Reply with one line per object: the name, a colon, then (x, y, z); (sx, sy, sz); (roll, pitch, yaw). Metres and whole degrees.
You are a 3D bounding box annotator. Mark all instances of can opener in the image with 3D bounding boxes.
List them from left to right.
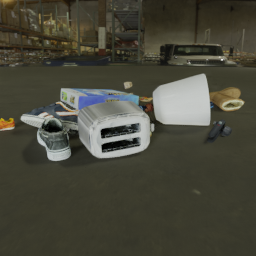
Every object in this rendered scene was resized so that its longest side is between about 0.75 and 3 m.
can opener: (3.162, 0.079, 9.850); (0.660, 0.532, 1.679); (12, 20, 33)

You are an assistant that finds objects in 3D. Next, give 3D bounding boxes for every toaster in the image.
toaster: (-0.483, 0.023, 8.502); (2.472, 1.405, 1.597); (-8, 20, -20)

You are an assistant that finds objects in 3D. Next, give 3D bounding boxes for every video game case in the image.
video game case: (-1.149, -1.158, 10.918); (2.402, 0.546, 2.177); (-3, 16, -29)

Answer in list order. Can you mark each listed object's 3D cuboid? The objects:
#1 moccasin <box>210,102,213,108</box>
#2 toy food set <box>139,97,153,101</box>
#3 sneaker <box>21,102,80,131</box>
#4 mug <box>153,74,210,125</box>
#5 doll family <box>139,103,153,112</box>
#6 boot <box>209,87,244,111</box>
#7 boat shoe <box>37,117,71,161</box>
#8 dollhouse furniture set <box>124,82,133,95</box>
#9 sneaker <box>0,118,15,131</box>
moccasin: (3.625, -1.328, 14.607); (1.741, 0.594, 0.700); (-2, 16, -8)
toy food set: (1.045, -1.739, 16.777); (0.753, 0.185, 0.761); (-8, 18, -24)
sneaker: (-2.793, -0.453, 10.541); (2.385, 0.947, 0.935); (8, -17, 10)
mug: (2.174, -0.860, 11.572); (2.105, 2.565, 2.054); (-6, 48, 9)
doll family: (-0.114, -0.733, 11.937); (1.614, 1.095, 2.791); (-6, 22, -34)
boot: (5.536, -1.519, 15.055); (2.134, 0.806, 2.436); (-14, 16, -3)
boat shoe: (-2.308, 0.126, 8.888); (0.979, 0.963, 2.717); (-7, 18, -24)
dollhouse furniture set: (-0.608, -1.415, 14.118); (1.292, 1.443, 1.821); (-8, 12, 33)
sneaker: (-4.920, -0.101, 10.576); (0.462, 0.488, 1.266); (12, 22, 33)
